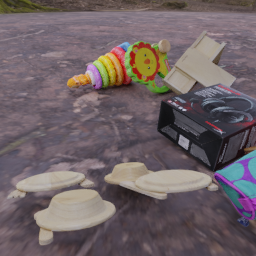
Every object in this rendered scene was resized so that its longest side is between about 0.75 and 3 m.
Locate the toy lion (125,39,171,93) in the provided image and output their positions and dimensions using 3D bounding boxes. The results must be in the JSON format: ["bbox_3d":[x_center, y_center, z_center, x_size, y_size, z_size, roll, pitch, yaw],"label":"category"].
[{"bbox_3d":[0.819,-2.121,9.912,1.921,2.004,0.688,-33,18,-29],"label":"toy lion"}]

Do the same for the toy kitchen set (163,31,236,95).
[{"bbox_3d":[2.713,-1.698,10.158,1.874,2.072,2.297,38,83,14],"label":"toy kitchen set"}]

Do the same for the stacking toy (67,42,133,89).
[{"bbox_3d":[-1.008,-2.041,10.507,2.706,1.485,1.570,-26,14,-22],"label":"stacking toy"}]

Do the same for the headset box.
[{"bbox_3d":[2.284,-0.198,6.923,2.504,0.967,1.863,-19,40,-31],"label":"headset box"}]

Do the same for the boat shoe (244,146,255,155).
[{"bbox_3d":[3.191,0.559,6.157,1.301,0.458,0.458,-6,-2,-10],"label":"boat shoe"}]

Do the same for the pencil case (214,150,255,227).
[{"bbox_3d":[2.494,0.621,4.377,2.126,0.905,0.983,-28,21,-4],"label":"pencil case"}]

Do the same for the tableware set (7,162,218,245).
[{"bbox_3d":[-0.308,0.916,4.374,2.918,0.339,2.437,-5,3,-22],"label":"tableware set"}]
